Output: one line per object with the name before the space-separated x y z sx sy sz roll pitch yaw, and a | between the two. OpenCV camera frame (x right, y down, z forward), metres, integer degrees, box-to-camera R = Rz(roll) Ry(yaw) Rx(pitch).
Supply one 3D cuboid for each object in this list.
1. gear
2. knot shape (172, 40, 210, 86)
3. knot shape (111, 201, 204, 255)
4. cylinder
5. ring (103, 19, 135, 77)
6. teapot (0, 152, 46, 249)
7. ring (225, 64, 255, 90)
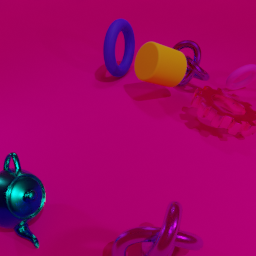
gear | 2.751 -0.526 7.879 1.948 0.360 1.948 14 34 -10
knot shape | 2.033 -2.223 9.538 0.741 1.501 1.604 -28 19 -22
knot shape | 0.519 1.700 4.281 1.478 1.383 0.683 -13 49 -24
cylinder | 1.016 -1.968 8.819 1.195 1.195 1.195 6 27 -36
ring | -0.285 -2.899 10.232 0.411 2.056 2.056 12 37 23
teapot | -1.963 1.307 5.073 0.860 1.756 1.092 -13 -1 35
ring | 3.834 -1.694 9.413 1.173 1.173 0.235 -12 63 -16
